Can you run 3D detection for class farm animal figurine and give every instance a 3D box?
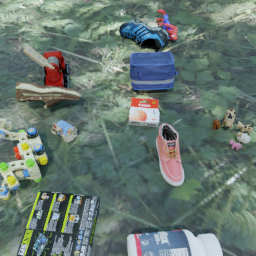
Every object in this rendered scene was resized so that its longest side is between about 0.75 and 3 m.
[{"bbox_3d":[3.982,-0.040,10.451,1.195,0.744,1.480,-27,56,-21],"label":"farm animal figurine"}]

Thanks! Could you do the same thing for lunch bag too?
[{"bbox_3d":[1.106,-2.381,12.000,2.061,1.363,1.400,0,37,3],"label":"lunch bag"}]

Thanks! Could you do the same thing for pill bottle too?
[{"bbox_3d":[1.169,3.377,7.255,2.281,1.364,1.364,-4,51,-5],"label":"pill bottle"}]

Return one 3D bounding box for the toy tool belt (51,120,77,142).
[{"bbox_3d":[-2.418,0.000,10.471,1.080,0.664,0.674,29,56,21],"label":"toy tool belt"}]

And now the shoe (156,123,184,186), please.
[{"bbox_3d":[1.430,0.863,9.572,0.751,0.956,2.102,-7,51,-6],"label":"shoe"}]

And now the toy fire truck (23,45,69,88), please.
[{"bbox_3d":[-3.320,-2.641,11.664,1.393,2.166,1.906,-7,51,-6],"label":"toy fire truck"}]

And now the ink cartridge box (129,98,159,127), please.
[{"bbox_3d":[0.666,-0.730,11.228,1.176,0.363,1.450,5,56,1],"label":"ink cartridge box"}]

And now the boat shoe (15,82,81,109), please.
[{"bbox_3d":[-3.105,-1.174,10.960,2.461,0.909,0.911,7,90,-7],"label":"boat shoe"}]

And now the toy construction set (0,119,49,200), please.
[{"bbox_3d":[-3.757,0.855,9.489,1.822,1.280,2.779,-22,64,-16],"label":"toy construction set"}]

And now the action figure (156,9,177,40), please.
[{"bbox_3d":[1.784,-5.319,14.780,1.221,0.805,2.467,-12,50,-14],"label":"action figure"}]

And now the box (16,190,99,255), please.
[{"bbox_3d":[-1.971,2.911,8.219,1.949,0.479,2.018,3,51,5],"label":"box"}]

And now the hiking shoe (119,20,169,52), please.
[{"bbox_3d":[0.649,-4.644,14.084,2.699,1.004,1.170,17,61,20],"label":"hiking shoe"}]
